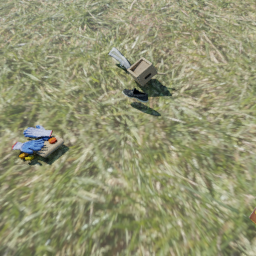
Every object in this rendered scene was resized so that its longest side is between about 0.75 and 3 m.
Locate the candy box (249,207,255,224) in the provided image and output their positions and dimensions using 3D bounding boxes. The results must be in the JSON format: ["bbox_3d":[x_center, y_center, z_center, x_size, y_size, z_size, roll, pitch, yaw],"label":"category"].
[{"bbox_3d":[3.260,2.150,6.004,0.338,0.699,1.198,-20,47,-23],"label":"candy box"}]

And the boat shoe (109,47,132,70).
[{"bbox_3d":[-0.264,-2.630,10.972,0.410,0.471,1.278,-44,72,13],"label":"boat shoe"}]

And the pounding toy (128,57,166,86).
[{"bbox_3d":[0.670,-2.015,10.095,0.946,0.673,0.871,-40,43,0],"label":"pounding toy"}]

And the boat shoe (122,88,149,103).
[{"bbox_3d":[0.246,-1.151,9.211,0.975,0.323,0.365,29,46,27],"label":"boat shoe"}]

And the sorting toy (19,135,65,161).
[{"bbox_3d":[-2.474,0.541,7.933,0.842,0.151,1.131,20,47,34],"label":"sorting toy"}]

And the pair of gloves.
[{"bbox_3d":[-2.718,0.296,8.065,0.938,0.133,1.167,3,40,12],"label":"pair of gloves"}]
